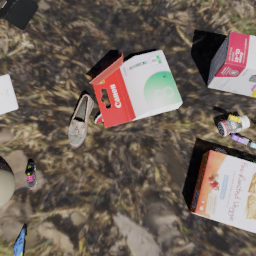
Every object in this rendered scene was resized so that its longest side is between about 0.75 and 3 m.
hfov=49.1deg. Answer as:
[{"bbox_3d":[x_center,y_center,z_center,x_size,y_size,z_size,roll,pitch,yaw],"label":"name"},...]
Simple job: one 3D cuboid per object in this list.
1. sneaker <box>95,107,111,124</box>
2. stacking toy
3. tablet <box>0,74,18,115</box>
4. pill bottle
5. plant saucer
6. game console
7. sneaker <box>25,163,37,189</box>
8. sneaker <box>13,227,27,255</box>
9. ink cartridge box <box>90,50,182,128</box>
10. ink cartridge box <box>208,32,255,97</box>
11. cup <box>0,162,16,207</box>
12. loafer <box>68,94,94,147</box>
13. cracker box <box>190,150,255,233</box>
[{"bbox_3d":[-0.697,-0.312,9.360,0.812,0.289,0.456,-40,76,-11],"label":"sneaker"},{"bbox_3d":[3.768,0.443,8.849,1.724,0.405,1.300,20,103,4],"label":"stacking toy"},{"bbox_3d":[-4.374,-1.140,9.671,0.879,0.092,1.351,-20,76,-5],"label":"tablet"},{"bbox_3d":[3.467,-0.092,9.188,0.892,0.508,0.508,-18,77,-4],"label":"pill bottle"},{"bbox_3d":[-0.623,-1.876,8.969,1.291,1.293,0.237,-37,107,13],"label":"plant saucer"},{"bbox_3d":[-4.146,-4.350,10.461,1.055,0.698,1.199,17,74,35],"label":"game console"},{"bbox_3d":[-3.098,1.503,8.859,0.316,0.374,0.855,-5,76,-1],"label":"sneaker"},{"bbox_3d":[-3.261,3.456,8.408,0.353,0.296,0.899,5,77,-1],"label":"sneaker"},{"bbox_3d":[0.224,-1.340,9.306,2.590,0.649,2.084,-15,71,-9],"label":"ink cartridge box"},{"bbox_3d":[4.132,-1.844,8.872,2.673,1.973,1.145,14,76,4],"label":"ink cartridge box"},{"bbox_3d":[-4.351,1.694,8.455,1.499,1.072,1.499,0,75,0],"label":"cup"},{"bbox_3d":[-1.596,-0.283,9.213,0.631,0.552,1.754,14,76,3],"label":"loafer"},{"bbox_3d":[3.567,2.046,8.477,2.915,0.841,1.953,16,77,3],"label":"cracker box"}]
